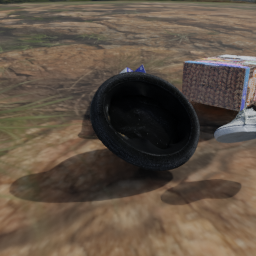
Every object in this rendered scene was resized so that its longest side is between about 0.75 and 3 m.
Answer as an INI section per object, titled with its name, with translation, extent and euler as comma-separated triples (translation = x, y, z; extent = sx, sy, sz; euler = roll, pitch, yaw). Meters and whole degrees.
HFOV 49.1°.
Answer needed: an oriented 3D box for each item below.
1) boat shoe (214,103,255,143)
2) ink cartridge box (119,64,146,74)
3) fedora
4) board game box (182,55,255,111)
[boat shoe]
translation = 2.592, -0.174, 6.004
extent = 1.693, 0.625, 0.722
euler = -11, 63, -4
[ink cartridge box]
translation = -0.224, -1.405, 8.987
extent = 1.741, 0.377, 1.709
euler = -40, 20, 14
[fedora]
translation = 0.320, -0.055, 6.579
extent = 2.576, 1.176, 2.576
euler = 7, 66, -15
[board game box]
translation = 3.285, -1.569, 8.980
extent = 2.509, 1.215, 2.000
euler = -20, 28, -40
